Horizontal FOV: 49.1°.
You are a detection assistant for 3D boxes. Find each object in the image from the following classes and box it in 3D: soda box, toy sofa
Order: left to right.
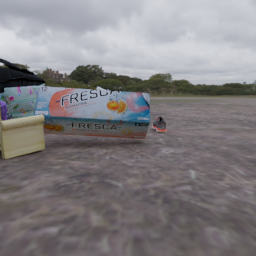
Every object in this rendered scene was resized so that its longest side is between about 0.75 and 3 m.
[{"bbox_3d":[-2.427,-0.083,5.134,1.924,0.939,0.797,5,11,37],"label":"toy sofa"},{"bbox_3d":[-0.693,-0.297,5.725,2.241,0.712,0.766,3,-29,-4],"label":"soda box"}]

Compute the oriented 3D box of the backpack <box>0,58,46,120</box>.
[{"bbox_3d":[-3.501,-0.963,7.585,2.049,1.554,2.455,31,20,20],"label":"backpack"}]

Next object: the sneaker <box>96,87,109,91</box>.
[{"bbox_3d":[-1.451,-1.232,12.147,1.540,1.128,0.621,-5,-20,-8],"label":"sneaker"}]

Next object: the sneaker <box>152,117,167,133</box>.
[{"bbox_3d":[0.873,-0.136,7.480,0.345,0.367,0.896,1,13,-8],"label":"sneaker"}]
